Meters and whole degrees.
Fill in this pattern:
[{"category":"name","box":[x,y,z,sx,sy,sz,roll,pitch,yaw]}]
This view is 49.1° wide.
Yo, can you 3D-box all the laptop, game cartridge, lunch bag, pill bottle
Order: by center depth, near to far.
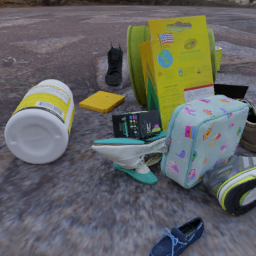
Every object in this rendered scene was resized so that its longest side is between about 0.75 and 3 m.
[{"category":"lunch bag","box":[1.684,0.280,6.247,2.255,1.809,0.869,-17,37,-39]},{"category":"pill bottle","box":[-2.233,-0.323,7.615,1.473,1.473,2.578,-2,28,-3]},{"category":"game cartridge","box":[-0.916,-0.944,10.115,1.149,0.211,1.303,16,35,26]},{"category":"laptop","box":[3.515,-1.443,10.303,1.413,0.874,1.509,7,29,11]}]

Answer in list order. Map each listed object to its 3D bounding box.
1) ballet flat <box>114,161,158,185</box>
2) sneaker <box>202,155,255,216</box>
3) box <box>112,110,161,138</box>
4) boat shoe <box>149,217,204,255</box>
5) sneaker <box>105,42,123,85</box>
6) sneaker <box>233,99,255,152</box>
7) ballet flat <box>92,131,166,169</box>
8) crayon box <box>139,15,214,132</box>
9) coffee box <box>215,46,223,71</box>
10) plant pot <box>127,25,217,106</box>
[{"category":"ballet flat","box":[0.154,0.904,6.456,1.199,0.422,0.404,20,29,31]},{"category":"sneaker","box":[2.760,0.892,5.995,2.622,0.969,1.061,-12,28,-24]},{"category":"box","box":[0.192,-0.091,6.698,0.945,0.587,0.702,-3,5,43]},{"category":"boat shoe","box":[0.817,1.842,4.759,1.181,0.405,0.497,-24,37,-37]},{"category":"sneaker","box":[-0.616,-2.938,12.526,0.782,1.358,2.604,0,28,2]},{"category":"sneaker","box":[3.169,-0.463,8.237,1.043,1.119,2.962,-12,31,-20]},{"category":"ballet flat","box":[0.245,0.554,6.413,2.350,0.816,0.816,-6,26,-42]},{"category":"crayon box","box":[1.384,-1.462,7.667,1.831,2.884,0.732,-12,10,-21]},{"category":"coffee box","box":[3.747,-3.373,13.591,1.095,1.097,1.085,-14,32,-25]},{"category":"plant pot","box":[1.538,-2.210,9.360,2.605,2.706,2.706,-5,27,12]}]
